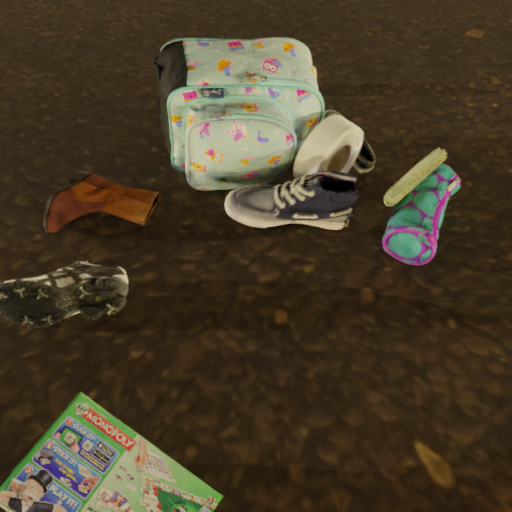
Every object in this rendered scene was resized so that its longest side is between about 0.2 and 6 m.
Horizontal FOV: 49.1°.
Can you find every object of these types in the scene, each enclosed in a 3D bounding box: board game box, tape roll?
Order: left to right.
[{"bbox_3d":[-1.873,3.162,7.313,2.435,0.354,1.639,35,51,3],"label":"board game box"},{"bbox_3d":[1.542,-2.129,11.886,0.584,1.671,1.671,39,58,23],"label":"tape roll"}]

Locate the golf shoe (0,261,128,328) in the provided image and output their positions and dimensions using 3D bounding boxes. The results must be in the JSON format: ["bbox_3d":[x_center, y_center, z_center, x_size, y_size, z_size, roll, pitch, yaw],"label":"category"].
[{"bbox_3d":[-3.462,0.630,10.058,2.390,0.929,1.129,-1,27,-1],"label":"golf shoe"}]

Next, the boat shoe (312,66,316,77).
[{"bbox_3d":[0.612,-4.842,15.101,2.061,0.720,0.731,0,47,0],"label":"boat shoe"}]

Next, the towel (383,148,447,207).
[{"bbox_3d":[3.019,-1.524,10.741,0.266,1.457,1.081,47,16,1],"label":"towel"}]

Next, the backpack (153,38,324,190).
[{"bbox_3d":[-0.240,-3.028,11.956,3.394,2.984,2.602,-13,65,-12],"label":"backpack"}]

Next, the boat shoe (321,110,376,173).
[{"bbox_3d":[2.136,-2.705,12.757,0.616,0.555,1.742,-36,81,-12],"label":"boat shoe"}]

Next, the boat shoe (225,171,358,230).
[{"bbox_3d":[0.740,-1.216,11.019,2.626,1.218,0.980,2,60,-9],"label":"boat shoe"}]

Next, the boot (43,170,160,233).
[{"bbox_3d":[-3.203,-0.917,11.695,1.942,0.665,1.829,18,42,7],"label":"boot"}]

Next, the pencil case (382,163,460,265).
[{"bbox_3d":[3.345,-0.914,11.216,1.107,1.020,2.396,-10,36,41],"label":"pencil case"}]
